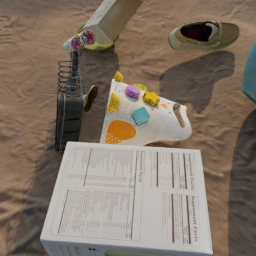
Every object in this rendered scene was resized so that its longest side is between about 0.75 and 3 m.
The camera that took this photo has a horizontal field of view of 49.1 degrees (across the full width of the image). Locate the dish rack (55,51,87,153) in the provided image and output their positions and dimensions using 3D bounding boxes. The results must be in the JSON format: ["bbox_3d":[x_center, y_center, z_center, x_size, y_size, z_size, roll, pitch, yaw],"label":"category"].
[{"bbox_3d":[-1.583,-0.840,7.439,0.692,1.947,2.538,2,52,-17],"label":"dish rack"}]

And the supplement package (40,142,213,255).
[{"bbox_3d":[0.023,1.663,5.404,2.573,1.953,1.939,3,49,3],"label":"supplement package"}]

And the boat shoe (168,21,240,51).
[{"bbox_3d":[2.715,-3.156,9.491,2.604,0.864,0.964,-13,87,-12],"label":"boat shoe"}]

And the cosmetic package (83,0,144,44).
[{"bbox_3d":[-0.402,-4.036,9.623,2.299,0.817,1.209,-55,34,-10],"label":"cosmetic package"}]

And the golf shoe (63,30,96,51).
[{"bbox_3d":[-1.254,-2.257,7.257,0.497,0.409,1.087,-6,23,34],"label":"golf shoe"}]

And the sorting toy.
[{"bbox_3d":[0.519,-0.404,7.167,2.146,1.274,2.384,12,35,-6],"label":"sorting toy"}]

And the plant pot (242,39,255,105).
[{"bbox_3d":[4.264,-1.312,7.492,1.950,2.895,2.895,-48,59,16],"label":"plant pot"}]

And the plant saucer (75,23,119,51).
[{"bbox_3d":[-1.113,-3.315,10.200,1.611,0.250,1.611,0,57,0],"label":"plant saucer"}]

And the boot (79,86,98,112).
[{"bbox_3d":[-1.202,-0.926,8.106,0.288,0.800,0.619,16,14,-40],"label":"boot"}]
